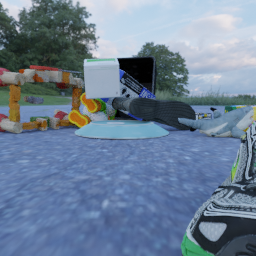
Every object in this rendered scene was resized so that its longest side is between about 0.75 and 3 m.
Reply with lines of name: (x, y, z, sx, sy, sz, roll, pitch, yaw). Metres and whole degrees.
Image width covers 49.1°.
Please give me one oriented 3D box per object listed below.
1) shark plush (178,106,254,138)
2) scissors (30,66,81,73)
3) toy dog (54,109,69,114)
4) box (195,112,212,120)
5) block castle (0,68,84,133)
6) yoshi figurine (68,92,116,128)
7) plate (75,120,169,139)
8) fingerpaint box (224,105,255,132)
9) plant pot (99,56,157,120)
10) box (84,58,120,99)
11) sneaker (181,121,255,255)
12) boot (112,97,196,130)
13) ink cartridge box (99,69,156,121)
shark plush: (2.343, -0.187, 7.541, 1.936, 0.806, 0.879, 2, 6, 15)
scissors: (-2.371, -1.954, 9.500, 1.901, 0.132, 0.695, 1, 7, -30)
toy dog: (-2.856, -0.489, 12.729, 1.158, 0.558, 0.763, 13, -1, 2)
box: (3.041, -0.560, 13.440, 1.214, 0.375, 1.521, -5, 7, -27)
block castle: (-2.942, -0.922, 9.248, 1.386, 1.975, 2.955, 12, 12, 34)
yoshi figurine: (-1.302, -0.790, 10.485, 1.527, 1.521, 2.716, -3, 2, 15)
plate: (-0.177, -0.011, 8.151, 2.720, 0.348, 2.720, 0, 6, 0)
fingerpaint box: (4.510, -0.329, 8.939, 2.214, 0.812, 1.847, -1, 6, -5)
plant pot: (0.123, -1.607, 13.536, 2.813, 2.819, 2.501, 2, -8, 18)
box: (-0.807, -1.544, 8.665, 1.059, 1.065, 0.912, -4, 28, -6)
sneaker: (1.003, 0.302, 1.923, 0.898, 0.981, 2.302, 3, 7, 30)
boot: (0.853, -0.625, 9.200, 2.523, 0.854, 1.648, 12, 5, -25)
ink cartridge box: (0.036, -1.196, 10.712, 0.587, 1.249, 2.656, 33, 5, 32)
